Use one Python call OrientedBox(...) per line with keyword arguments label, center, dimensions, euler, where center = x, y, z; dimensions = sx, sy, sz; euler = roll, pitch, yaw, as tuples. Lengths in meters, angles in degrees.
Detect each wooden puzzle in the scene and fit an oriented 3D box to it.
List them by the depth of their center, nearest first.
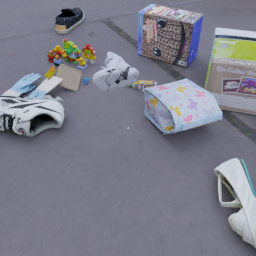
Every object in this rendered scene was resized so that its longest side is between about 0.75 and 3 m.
OrientedBox(label="wooden puzzle", center=(-2.127, -1.778, 9.919), dimensions=(1.448, 0.169, 0.977), euler=(24, 55, -14))

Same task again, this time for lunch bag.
OrientedBox(label="lunch bag", center=(1.529, -0.526, 8.139), dimensions=(1.580, 1.185, 1.864), euler=(-17, 35, -20))

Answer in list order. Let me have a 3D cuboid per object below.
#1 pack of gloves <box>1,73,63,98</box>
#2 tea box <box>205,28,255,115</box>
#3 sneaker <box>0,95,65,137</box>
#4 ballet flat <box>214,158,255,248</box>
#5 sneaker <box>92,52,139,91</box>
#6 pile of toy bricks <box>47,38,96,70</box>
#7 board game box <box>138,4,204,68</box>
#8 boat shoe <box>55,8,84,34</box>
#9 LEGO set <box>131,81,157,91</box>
OrientedBox(label="pack of gloves", center=(-3.303, -1.128, 9.455), dimensions=(1.580, 0.371, 1.881), euler=(19, 55, 26))
OrientedBox(label="tea box", center=(3.948, -1.867, 9.172), dimensions=(2.577, 1.722, 2.535), euler=(11, 43, 12))
OrientedBox(label="sneaker", center=(-3.151, -0.272, 7.955), dimensions=(2.692, 0.997, 1.191), euler=(-9, 40, -9))
OrientedBox(label="ballet flat", center=(2.463, 1.718, 6.008), dimensions=(0.893, 0.893, 2.572), euler=(-1, 38, -1))
OrientedBox(label="sneaker", center=(-0.380, -1.162, 5.697), dimensions=(0.711, 0.465, 1.237), euler=(45, 37, 22))
OrientedBox(label="pile of toy bricks", center=(-2.322, -3.048, 11.055), dimensions=(1.964, 0.969, 1.089), euler=(19, 45, 20))
OrientedBox(label="board game box", center=(1.618, -3.678, 11.131), dimensions=(2.253, 1.796, 1.091), euler=(22, 46, 23))
OrientedBox(label="boat shoe", center=(-2.891, -5.575, 13.988), dimensions=(0.981, 0.819, 2.630), euler=(8, 41, 12))
OrientedBox(label="LEGO set", center=(0.481, -1.455, 9.845), dimensions=(1.093, 0.407, 0.503), euler=(2, 7, 9))
